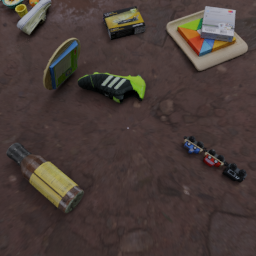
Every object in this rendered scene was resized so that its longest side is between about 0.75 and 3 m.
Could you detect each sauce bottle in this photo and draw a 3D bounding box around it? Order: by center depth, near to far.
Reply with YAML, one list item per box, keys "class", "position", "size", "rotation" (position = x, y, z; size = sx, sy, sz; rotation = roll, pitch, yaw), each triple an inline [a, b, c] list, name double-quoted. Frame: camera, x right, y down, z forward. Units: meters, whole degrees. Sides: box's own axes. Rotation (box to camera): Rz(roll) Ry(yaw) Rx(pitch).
- class: "sauce bottle"
  position: [-2.487, 1.367, 8.234]
  size: [2.615, 0.846, 0.846]
  rotation: [37, 69, 16]

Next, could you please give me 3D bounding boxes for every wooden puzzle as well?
- class: "wooden puzzle"
  position: [3.060, -3.577, 10.910]
  size: [2.321, 0.467, 2.509]
  rotation: [-23, 66, -11]

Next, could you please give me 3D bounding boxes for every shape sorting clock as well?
- class: "shape sorting clock"
  position: [-2.198, -2.124, 9.354]
  size: [0.381, 1.940, 1.940]
  rotation: [37, 69, 7]

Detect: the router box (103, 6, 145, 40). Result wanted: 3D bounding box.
- class: "router box"
  position: [-0.166, -4.247, 11.284]
  size: [1.459, 0.381, 1.148]
  rotation: [-17, 65, -8]

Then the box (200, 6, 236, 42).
- class: "box"
  position: [3.467, -4.013, 10.761]
  size: [1.195, 0.315, 1.532]
  rotation: [11, 61, 7]

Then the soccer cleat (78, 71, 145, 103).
- class: "soccer cleat"
  position: [-0.575, -1.370, 9.663]
  size: [2.363, 0.798, 0.958]
  rotation: [2, 71, -1]

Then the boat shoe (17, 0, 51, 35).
- class: "boat shoe"
  position: [-3.681, -4.517, 11.364]
  size: [0.608, 0.705, 1.959]
  rotation: [42, 64, -20]

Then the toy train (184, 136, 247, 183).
- class: "toy train"
  position: [2.617, 0.965, 8.722]
  size: [2.205, 0.376, 0.505]
  rotation: [35, 81, 15]

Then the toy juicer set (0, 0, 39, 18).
- class: "toy juicer set"
  position: [-4.635, -5.505, 11.748]
  size: [2.072, 0.564, 1.318]
  rotation: [35, 71, 22]
